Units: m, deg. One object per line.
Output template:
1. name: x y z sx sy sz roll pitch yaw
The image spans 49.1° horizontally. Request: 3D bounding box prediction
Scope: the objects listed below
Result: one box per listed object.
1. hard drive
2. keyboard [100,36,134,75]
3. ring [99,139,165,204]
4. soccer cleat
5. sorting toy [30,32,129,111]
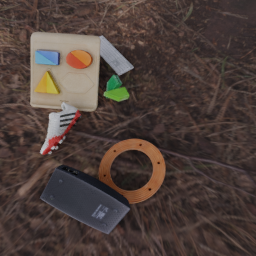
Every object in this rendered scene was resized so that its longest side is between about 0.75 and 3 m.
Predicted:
1. hard drive: -0.899 1.511 5.982 1.719 1.160 0.364 30 32 -6
2. keyboard: -0.624 -2.590 9.859 0.596 0.113 2.118 -28 58 -19
3. ring: 0.092 1.043 6.936 1.671 0.160 1.671 -5 60 10
4. soccer cleat: -1.934 -0.013 7.559 0.730 0.588 1.715 37 54 -7
5. sorting toy: -1.401 -1.604 8.153 2.981 0.439 2.203 5 98 3
